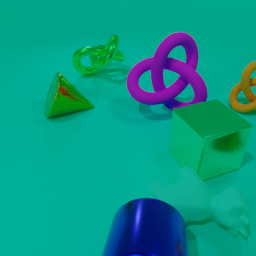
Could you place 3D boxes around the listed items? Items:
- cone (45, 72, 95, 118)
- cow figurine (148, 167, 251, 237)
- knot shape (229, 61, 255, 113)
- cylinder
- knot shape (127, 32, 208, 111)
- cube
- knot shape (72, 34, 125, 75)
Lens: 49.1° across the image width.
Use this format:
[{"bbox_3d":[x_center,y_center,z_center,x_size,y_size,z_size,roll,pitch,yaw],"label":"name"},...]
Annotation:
[{"bbox_3d":[-1.463,-0.733,7.603,1.241,1.237,1.237,15,28,-27],"label":"cone"},{"bbox_3d":[1.173,1.307,4.650,1.435,0.788,1.412,-20,38,-16],"label":"cow figurine"},{"bbox_3d":[3.450,-1.111,7.480,1.438,1.346,0.664,0,15,22],"label":"knot shape"},{"bbox_3d":[0.230,1.661,3.603,1.100,1.100,1.100,5,20,7],"label":"cylinder"},{"bbox_3d":[0.912,-1.246,7.075,1.932,2.064,0.954,-9,13,7],"label":"knot shape"},{"bbox_3d":[1.629,0.226,5.791,1.123,1.123,1.123,-13,38,-19],"label":"cube"},{"bbox_3d":[-0.799,-2.376,9.038,1.839,0.850,1.720,-28,11,-27],"label":"knot shape"}]
